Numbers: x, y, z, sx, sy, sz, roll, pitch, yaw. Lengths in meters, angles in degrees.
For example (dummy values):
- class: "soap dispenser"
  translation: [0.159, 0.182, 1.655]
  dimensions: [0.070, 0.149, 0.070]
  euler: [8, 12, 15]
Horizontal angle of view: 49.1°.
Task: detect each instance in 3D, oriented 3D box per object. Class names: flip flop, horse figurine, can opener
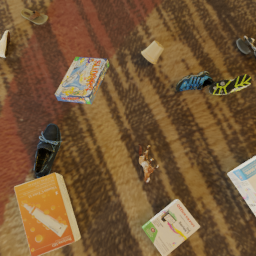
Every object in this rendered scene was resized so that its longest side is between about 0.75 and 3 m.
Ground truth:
- class: "flip flop"
  translation: [-4.258, -5.105, 12.672]
  dimensions: [1.368, 0.394, 0.555]
  euler: [25, 76, 7]
- class: "horse figurine"
  translation: [0.707, 1.291, 10.668]
  dimensions: [0.358, 0.952, 1.436]
  euler: [0, 46, -30]
- class: "can opener"
  translation: [5.582, -3.148, 12.129]
  dimensions: [0.694, 0.550, 2.089]
  euler: [-42, 74, 25]

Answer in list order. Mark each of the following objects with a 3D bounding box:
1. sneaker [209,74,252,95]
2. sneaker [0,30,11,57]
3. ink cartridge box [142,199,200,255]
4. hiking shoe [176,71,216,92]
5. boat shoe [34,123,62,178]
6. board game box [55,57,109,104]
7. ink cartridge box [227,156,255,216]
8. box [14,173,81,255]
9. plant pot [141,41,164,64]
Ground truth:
- class: "sneaker"
  translation: [4.236, -1.690, 11.633]
  dimensions: [1.689, 0.645, 0.637]
  euler: [-11, 77, 16]
- class: "sneaker"
  translation: [-5.508, -3.721, 12.248]
  dimensions: [0.526, 0.452, 1.243]
  euler: [6, 76, -1]
- class: "ink cartridge box"
  translation: [1.527, 3.551, 10.057]
  dimensions: [1.679, 0.705, 1.216]
  euler: [-36, 77, -9]
- class: "hiking shoe"
  translation: [2.755, -1.845, 11.551]
  dimensions: [1.599, 0.595, 0.693]
  euler: [-24, 50, -6]
- class: "boat shoe"
  translation: [-3.067, 0.832, 10.807]
  dimensions: [0.913, 0.745, 2.170]
  euler: [4, 74, 1]
- class: "board game box"
  translation: [-1.475, -1.613, 9.264]
  dimensions: [1.231, 0.313, 1.818]
  euler: [7, 55, 16]
- class: "ink cartridge box"
  translation: [4.945, 2.160, 10.090]
  dimensions: [1.354, 1.390, 2.162]
  euler: [-29, 75, -7]
- class: "box"
  translation: [-2.829, 3.032, 9.950]
  dimensions: [1.520, 1.191, 2.444]
  euler: [-20, 75, -5]
- class: "plant pot"
  translation: [1.084, -3.214, 11.723]
  dimensions: [0.796, 0.796, 0.728]
  euler: [48, 117, 12]
